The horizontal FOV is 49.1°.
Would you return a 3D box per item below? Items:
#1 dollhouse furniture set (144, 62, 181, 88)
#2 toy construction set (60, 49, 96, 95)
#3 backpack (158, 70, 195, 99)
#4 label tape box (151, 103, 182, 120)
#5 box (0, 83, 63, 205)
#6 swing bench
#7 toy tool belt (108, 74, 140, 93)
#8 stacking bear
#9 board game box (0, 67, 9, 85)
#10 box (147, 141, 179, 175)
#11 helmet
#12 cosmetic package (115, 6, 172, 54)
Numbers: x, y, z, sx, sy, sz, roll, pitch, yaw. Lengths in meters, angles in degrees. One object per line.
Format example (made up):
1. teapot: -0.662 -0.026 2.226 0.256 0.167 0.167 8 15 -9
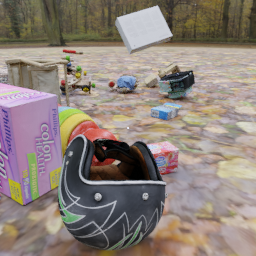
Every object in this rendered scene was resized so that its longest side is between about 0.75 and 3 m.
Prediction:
1. dollhouse furniture set: 2.319 -2.688 16.795 1.971 1.606 1.875 -34 18 9
2. toy construction set: -2.563 -2.869 14.804 1.803 2.347 1.957 5 28 -2
3. backpack: 2.394 -2.169 13.969 1.675 1.261 1.487 1 22 29
4. label tape box: 1.573 -0.678 11.325 0.809 0.355 1.122 17 26 38
5. box: -2.751 0.209 6.362 2.405 2.116 1.163 14 24 32
6. swing bench: -3.570 -1.614 11.214 2.211 2.200 1.435 14 24 31
7. toy tool belt: -0.233 -2.379 15.018 1.664 1.039 1.022 -3 12 -6
8. stacking bear: -1.338 0.291 7.308 2.608 1.483 1.584 20 28 35
9. board game box: -6.084 -2.401 14.636 2.109 1.281 2.645 12 24 30
10. box: 0.564 0.794 6.938 1.264 0.630 0.604 -9 22 -20
11. helmet: -0.273 1.063 4.529 1.822 1.822 1.737 -7 49 -18
12. cosmetic package: 0.644 -3.984 11.378 1.908 1.439 0.493 -23 -8 -16
